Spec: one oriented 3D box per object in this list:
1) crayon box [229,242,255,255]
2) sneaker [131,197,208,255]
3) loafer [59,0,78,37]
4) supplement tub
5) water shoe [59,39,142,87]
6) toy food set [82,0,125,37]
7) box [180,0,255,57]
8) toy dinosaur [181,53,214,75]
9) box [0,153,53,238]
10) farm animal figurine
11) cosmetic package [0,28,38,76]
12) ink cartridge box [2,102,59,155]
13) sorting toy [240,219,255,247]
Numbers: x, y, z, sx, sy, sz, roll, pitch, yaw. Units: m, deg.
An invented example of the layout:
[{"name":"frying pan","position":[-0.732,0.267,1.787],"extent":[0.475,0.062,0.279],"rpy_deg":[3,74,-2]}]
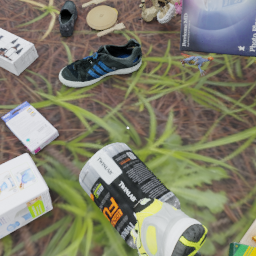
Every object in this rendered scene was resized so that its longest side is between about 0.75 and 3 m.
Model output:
[{"name":"crayon box","position":[2.816,3.637,6.074],"extent":[1.240,0.496,1.954],"rpy_deg":[8,66,10]},{"name":"sneaker","position":[0.489,1.619,3.827],"extent":[0.803,2.129,0.813],"rpy_deg":[-32,54,-28]},{"name":"loafer","position":[-2.359,-4.434,10.995],"extent":[0.652,0.674,1.921],"rpy_deg":[0,59,0]},{"name":"supplement tub","position":[0.139,1.708,6.760],"extent":[1.570,1.570,2.563],"rpy_deg":[-36,65,-20]},{"name":"water shoe","position":[-0.957,-2.301,9.423],"extent":[2.920,1.152,1.044],"rpy_deg":[-18,61,-11]},{"name":"toy food set","position":[-0.989,-4.365,11.196],"extent":[1.317,0.383,1.908],"rpy_deg":[-23,67,-5]},{"name":"box","position":[2.831,-3.242,7.144],"extent":[2.580,2.601,1.603],"rpy_deg":[18,29,38]},{"name":"toy dinosaur","position":[1.778,-1.799,7.242],"extent":[0.790,0.457,0.870],"rpy_deg":[-15,65,20]},{"name":"box","position":[-3.159,1.833,6.683],"extent":[2.313,1.301,1.172],"rpy_deg":[-26,62,-25]},{"name":"farm animal figurine","position":[1.582,-4.965,11.107],"extent":[2.052,1.278,2.541],"rpy_deg":[-1,60,21]},{"name":"cosmetic package","position":[-4.695,-2.983,10.117],"extent":[2.699,0.683,1.114],"rpy_deg":[27,62,16]},{"name":"ink cartridge box","position":[-2.987,-0.036,8.543],"extent":[1.597,0.335,0.953],"rpy_deg":[41,67,18]},{"name":"sorting toy","position":[4.240,2.993,6.676],"extent":[2.536,0.373,1.875],"rpy_deg":[38,66,21]}]
